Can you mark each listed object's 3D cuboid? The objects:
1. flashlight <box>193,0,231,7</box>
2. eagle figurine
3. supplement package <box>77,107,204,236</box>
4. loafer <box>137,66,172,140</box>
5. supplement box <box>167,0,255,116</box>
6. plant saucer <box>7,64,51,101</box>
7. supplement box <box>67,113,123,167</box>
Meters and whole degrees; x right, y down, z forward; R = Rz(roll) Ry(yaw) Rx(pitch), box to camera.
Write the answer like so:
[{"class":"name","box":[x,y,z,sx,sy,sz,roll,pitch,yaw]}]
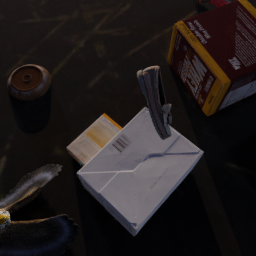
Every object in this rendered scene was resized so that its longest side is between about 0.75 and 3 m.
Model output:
[{"class":"flashlight","box":[3.326,-4.687,10.504,1.805,0.613,0.611,33,110,12]},{"class":"eagle figurine","box":[-2.820,2.174,6.719,2.792,2.107,2.119,-7,105,-35]},{"class":"supplement package","box":[0.300,1.102,7.194,1.924,1.370,2.471,40,69,17]},{"class":"loafer","box":[0.579,-0.463,5.139,0.429,0.491,1.365,-19,94,19]},{"class":"supplement box","box":[3.002,-2.198,8.652,2.538,1.685,2.503,-24,66,-11]},{"class":"plant saucer","box":[-3.266,-1.565,9.144,1.429,0.261,1.429,0,65,0]},{"class":"supplement box","box":[-0.848,0.448,7.982,0.945,0.551,1.499,40,70,18]}]
